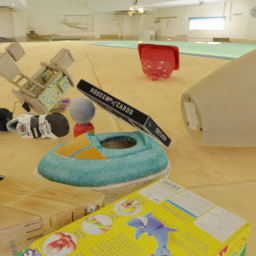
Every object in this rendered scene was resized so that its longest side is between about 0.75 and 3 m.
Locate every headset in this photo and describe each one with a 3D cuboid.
[{"bbox_3d":[-3.851,-0.176,8.390,1.284,0.977,2.080,14,40,41],"label":"headset"}]

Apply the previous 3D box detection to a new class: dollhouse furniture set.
[{"bbox_3d":[-2.642,-2.051,8.924,1.377,2.190,2.477,23,65,30],"label":"dollhouse furniture set"}]

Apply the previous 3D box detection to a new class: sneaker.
[{"bbox_3d":[-2.501,0.000,7.669,2.013,0.746,0.891,2,18,33],"label":"sneaker"}]

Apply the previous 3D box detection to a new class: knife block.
[{"bbox_3d":[-1.694,1.189,4.489,2.251,0.720,1.976,-10,25,-23],"label":"knife block"}]

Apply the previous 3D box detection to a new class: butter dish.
[{"bbox_3d":[1.572,-3.363,15.294,2.274,1.681,2.268,10,-21,15],"label":"butter dish"}]

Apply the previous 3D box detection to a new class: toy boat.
[{"bbox_3d":[-0.685,0.348,5.763,2.516,1.391,2.993,-8,23,-19],"label":"toy boat"}]

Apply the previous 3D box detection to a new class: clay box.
[{"bbox_3d":[0.103,1.614,3.492,2.743,0.653,1.576,-17,27,-38],"label":"clay box"}]

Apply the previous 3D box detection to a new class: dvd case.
[{"bbox_3d":[0.022,-0.250,6.520,1.766,0.291,2.349,30,-2,23],"label":"dvd case"}]

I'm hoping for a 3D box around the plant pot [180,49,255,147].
[{"bbox_3d":[2.947,-0.628,7.107,2.938,2.751,2.751,-15,23,-6],"label":"plant pot"}]

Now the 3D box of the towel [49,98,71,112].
[{"bbox_3d":[-2.810,-0.883,10.670,1.128,0.179,1.570,-2,20,-3],"label":"towel"}]
